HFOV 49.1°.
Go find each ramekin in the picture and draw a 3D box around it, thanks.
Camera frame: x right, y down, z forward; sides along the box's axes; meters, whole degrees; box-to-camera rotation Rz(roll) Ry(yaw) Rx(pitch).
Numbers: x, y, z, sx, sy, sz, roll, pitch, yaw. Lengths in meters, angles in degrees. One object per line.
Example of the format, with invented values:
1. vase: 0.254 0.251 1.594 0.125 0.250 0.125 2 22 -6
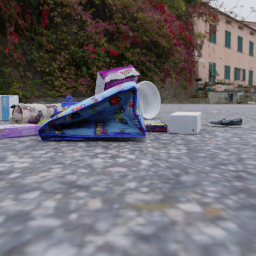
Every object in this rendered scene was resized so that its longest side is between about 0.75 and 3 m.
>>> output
1. ramekin: 0.719 -1.396 14.650 1.956 1.956 0.954 -6 0 -43

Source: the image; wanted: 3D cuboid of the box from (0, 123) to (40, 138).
1. box: -3.489 0.073 8.167 1.512 0.296 1.035 -6 9 -43

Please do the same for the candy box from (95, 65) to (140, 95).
1. candy box: -0.530 -1.340 11.406 1.546 2.268 0.692 -18 56 -26

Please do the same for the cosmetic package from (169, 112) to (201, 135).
1. cosmetic package: 1.924 -0.196 9.248 0.867 0.609 1.710 2 7 17

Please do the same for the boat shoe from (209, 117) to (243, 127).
1. boat shoe: 3.702 -0.225 10.615 1.195 0.369 0.447 3 7 25

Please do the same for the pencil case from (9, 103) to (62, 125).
1. pencil case: -3.064 -0.461 10.246 1.052 0.915 2.351 7 9 39

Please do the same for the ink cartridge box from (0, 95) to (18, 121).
1. ink cartridge box: -6.604 -1.008 13.878 1.939 1.214 1.246 0 6 -2

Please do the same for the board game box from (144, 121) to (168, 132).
1. board game box: 0.709 -0.081 9.884 1.132 0.304 1.885 4 6 0

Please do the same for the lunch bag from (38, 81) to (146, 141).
1. lunch bag: -1.071 -0.350 7.979 2.940 1.383 2.213 -11 11 4

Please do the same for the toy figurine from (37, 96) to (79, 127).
1. toy figurine: -2.158 -0.510 9.578 1.949 1.168 1.028 -1 6 -15
